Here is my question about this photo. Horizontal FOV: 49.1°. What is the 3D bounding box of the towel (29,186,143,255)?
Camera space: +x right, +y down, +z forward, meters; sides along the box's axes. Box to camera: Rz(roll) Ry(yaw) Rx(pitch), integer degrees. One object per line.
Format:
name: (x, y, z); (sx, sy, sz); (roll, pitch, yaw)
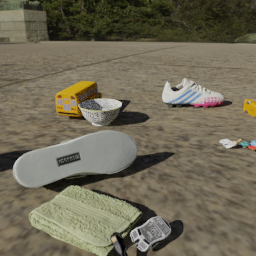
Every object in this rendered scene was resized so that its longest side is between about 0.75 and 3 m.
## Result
towel: (-0.693, 1.452, 4.667); (1.620, 0.296, 1.202); (11, 23, 28)

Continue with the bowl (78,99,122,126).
bowl: (-0.892, -0.469, 9.191); (1.417, 0.665, 1.417); (-1, 21, 0)

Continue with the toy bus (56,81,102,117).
toy bus: (-1.727, -1.098, 10.373); (0.824, 0.991, 2.532); (5, 21, 13)

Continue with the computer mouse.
computer mouse: (0.233, 1.659, 4.159); (1.037, 0.228, 0.569); (-12, 47, -39)

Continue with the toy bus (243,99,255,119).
toy bus: (4.611, -0.676, 10.088); (0.510, 0.424, 1.303); (-1, 20, -5)

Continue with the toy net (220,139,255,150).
toy net: (2.994, 0.484, 7.368); (1.122, 0.217, 0.588); (1, 24, 7)

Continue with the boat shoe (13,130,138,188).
boat shoe: (-1.077, 0.609, 5.982); (2.609, 0.922, 0.831); (-8, -2, -24)

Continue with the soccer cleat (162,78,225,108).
soccer cleat: (2.623, -1.391, 11.011); (2.538, 1.096, 0.887); (-2, 21, -6)
